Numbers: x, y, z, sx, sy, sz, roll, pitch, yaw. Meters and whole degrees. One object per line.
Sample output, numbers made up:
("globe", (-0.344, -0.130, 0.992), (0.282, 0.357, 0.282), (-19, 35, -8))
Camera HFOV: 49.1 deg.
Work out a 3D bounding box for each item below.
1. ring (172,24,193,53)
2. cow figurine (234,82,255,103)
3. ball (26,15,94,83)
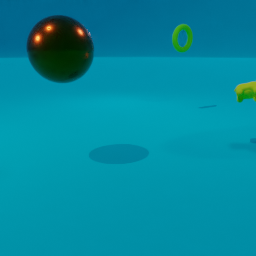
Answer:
("ring", (2.116, -3.458, 10.821), (1.054, 1.054, 0.211), (-11, 21, -35))
("cow figurine", (3.136, -1.025, 7.031), (0.887, 0.487, 0.872), (-3, 40, 24))
("ball", (-1.340, -1.560, 5.620), (1.316, 1.316, 1.316), (0, 16, 0))
